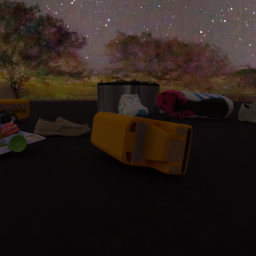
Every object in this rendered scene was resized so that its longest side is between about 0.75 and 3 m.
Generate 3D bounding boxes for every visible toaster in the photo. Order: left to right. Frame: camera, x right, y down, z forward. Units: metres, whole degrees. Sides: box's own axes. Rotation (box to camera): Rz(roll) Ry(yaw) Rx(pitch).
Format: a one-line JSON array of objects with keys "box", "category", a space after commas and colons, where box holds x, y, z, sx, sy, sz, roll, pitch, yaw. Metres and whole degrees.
[{"box": [-0.031, -1.529, 13.702, 2.427, 1.592, 2.684, 4, 8, 33], "category": "toaster"}]

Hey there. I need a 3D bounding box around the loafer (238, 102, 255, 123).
[{"box": [4.002, -0.494, 8.744, 0.663, 0.662, 1.897, -1, 7, -6], "category": "loafer"}]

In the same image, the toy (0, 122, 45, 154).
[{"box": [-1.932, 0.109, 4.356, 0.776, 0.318, 1.348, -22, 21, -36], "category": "toy"}]

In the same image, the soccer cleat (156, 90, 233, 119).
[{"box": [2.527, -0.869, 10.678, 2.936, 1.026, 1.268, 13, 16, 33], "category": "soccer cleat"}]

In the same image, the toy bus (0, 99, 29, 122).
[{"box": [-4.058, -0.540, 8.798, 1.771, 0.693, 0.576, -6, 14, -41], "category": "toy bus"}]

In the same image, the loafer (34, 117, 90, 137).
[{"box": [-1.387, -0.037, 5.931, 1.162, 0.397, 0.440, -1, 7, -11], "category": "loafer"}]

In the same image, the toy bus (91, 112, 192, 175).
[{"box": [0.078, 0.117, 3.456, 0.654, 0.543, 1.670, 9, 2, -22], "category": "toy bus"}]

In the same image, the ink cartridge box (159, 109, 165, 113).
[{"box": [1.963, -0.841, 13.824, 0.855, 0.300, 1.052, -1, -1, -8], "category": "ink cartridge box"}]

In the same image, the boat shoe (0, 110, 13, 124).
[{"box": [-3.756, -0.313, 7.650, 1.314, 0.444, 0.472, 1, 39, 21], "category": "boat shoe"}]

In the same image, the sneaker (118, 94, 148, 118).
[{"box": [0.106, -0.765, 10.089, 0.858, 0.906, 2.243, 0, 7, -17], "category": "sneaker"}]
